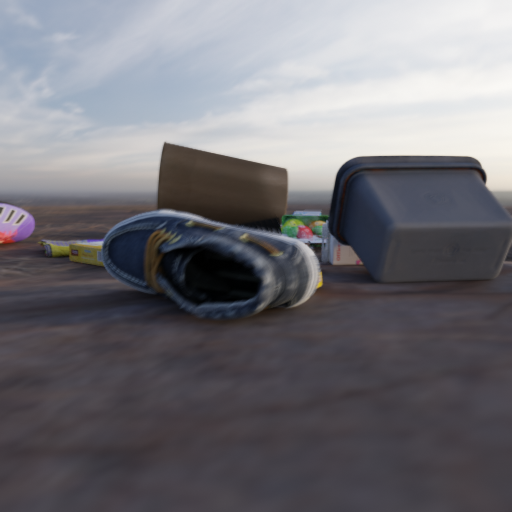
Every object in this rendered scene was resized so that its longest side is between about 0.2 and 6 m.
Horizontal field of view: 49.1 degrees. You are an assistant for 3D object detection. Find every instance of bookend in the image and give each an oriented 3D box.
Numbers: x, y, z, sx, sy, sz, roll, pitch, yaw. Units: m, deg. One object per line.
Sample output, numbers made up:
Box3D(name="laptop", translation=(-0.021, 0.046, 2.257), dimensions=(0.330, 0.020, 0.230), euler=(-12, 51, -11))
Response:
Box3D(name="bookend", translation=(-0.434, -0.126, 9.184), dimensions=(1.427, 0.657, 1.418), euler=(-11, 1, -17))

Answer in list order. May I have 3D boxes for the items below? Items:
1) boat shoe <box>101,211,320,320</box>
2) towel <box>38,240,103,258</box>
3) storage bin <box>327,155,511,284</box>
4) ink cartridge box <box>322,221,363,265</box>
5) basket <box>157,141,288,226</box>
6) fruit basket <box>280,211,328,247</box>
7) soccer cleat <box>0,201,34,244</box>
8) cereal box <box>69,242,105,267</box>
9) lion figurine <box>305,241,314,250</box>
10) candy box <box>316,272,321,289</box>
Box3D(name="boat shoe", translation=(-0.843, 0.035, 6.081), dimensions=(2.878, 1.018, 1.306), euler=(6, 5, 27))
Box3D(name="towel", translation=(-3.256, -0.210, 11.583), dimensions=(2.281, 0.260, 1.638), euler=(-3, 7, -24))
Box3D(name="storage bin", translation=(2.410, -0.354, 8.182), dimensions=(2.375, 1.729, 1.595), euler=(-1, 34, -9))
Box3D(name="ink cartridge box", translation=(1.695, -0.249, 9.782), dimensions=(1.161, 0.746, 0.727), euler=(1, 6, -2))
Box3D(name="basket", translation=(-0.895, -1.640, 15.237), dimensions=(3.327, 2.262, 2.999), euler=(5, -29, -4))
Box3D(name="fruit basket", translation=(1.058, -0.537, 12.246), dimensions=(1.527, 0.773, 1.649), euler=(2, 9, 14))
Box3D(name="soccer cleat", translation=(-6.031, -0.565, 12.144), dimensions=(1.231, 1.147, 3.364), euler=(39, 11, 20))
Box3D(name="cereal box", translation=(-2.290, -0.091, 10.166), dimensions=(1.258, 0.346, 1.748), euler=(6, 9, 42))
Box3D(name="lion figurine", translation=(0.792, -0.023, 9.958), dimensions=(0.423, 0.250, 0.691), euler=(-44, -12, 34))
Box3D(name="candy box", translation=(-0.201, 0.314, 7.185), dimensions=(1.888, 0.249, 0.965), euler=(3, 10, 23))
